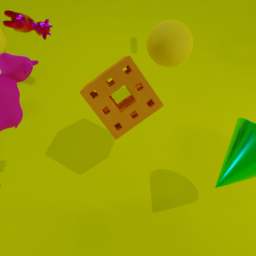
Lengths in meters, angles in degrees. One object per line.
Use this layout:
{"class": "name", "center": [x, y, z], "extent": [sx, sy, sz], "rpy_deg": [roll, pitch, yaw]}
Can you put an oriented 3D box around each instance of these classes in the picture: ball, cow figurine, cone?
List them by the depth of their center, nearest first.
{"class": "cow figurine", "center": [-1.699, -0.513, 4.007], "extent": [1.047, 1.064, 0.584], "rpy_deg": [-25, 23, -23]}
{"class": "cone", "center": [1.964, 0.651, 4.926], "extent": [1.189, 1.185, 1.185], "rpy_deg": [-44, 59, 2]}
{"class": "ball", "center": [1.030, -2.086, 6.957], "extent": [1.132, 1.132, 1.132], "rpy_deg": [0, 50, 0]}
{"class": "cow figurine", "center": [-2.622, -2.749, 7.456], "extent": [1.034, 0.577, 1.051], "rpy_deg": [14, 11, 7]}

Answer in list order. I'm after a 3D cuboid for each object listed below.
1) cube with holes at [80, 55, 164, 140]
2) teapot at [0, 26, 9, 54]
{"class": "cube with holes", "center": [-0.152, -0.684, 5.862], "extent": [1.159, 1.159, 1.159], "rpy_deg": [-36, 14, 4]}
{"class": "teapot", "center": [-3.588, -2.149, 7.305], "extent": [0.944, 1.199, 1.929], "rpy_deg": [27, 26, -36]}
